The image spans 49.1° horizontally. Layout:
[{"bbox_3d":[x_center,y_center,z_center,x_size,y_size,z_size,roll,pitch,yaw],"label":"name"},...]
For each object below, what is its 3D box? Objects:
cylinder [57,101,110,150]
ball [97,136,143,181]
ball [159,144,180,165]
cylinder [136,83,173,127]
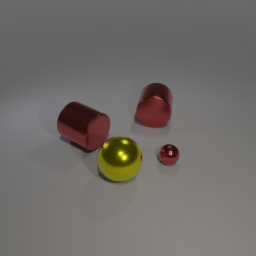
[{"bbox_3d":[-1.595,-0.093,10.159,1.400,1.400,1.400,25,40,26],"label":"cylinder"},{"bbox_3d":[-0.246,0.942,8.659,1.400,1.400,1.400,0,33,0],"label":"ball"},{"bbox_3d":[1.390,0.887,9.417,0.700,0.700,0.700,0,33,0],"label":"ball"},{"bbox_3d":[1.121,-0.960,11.580,1.400,1.400,1.400,5,33,8],"label":"cylinder"}]
